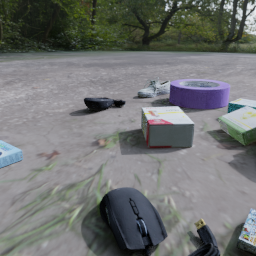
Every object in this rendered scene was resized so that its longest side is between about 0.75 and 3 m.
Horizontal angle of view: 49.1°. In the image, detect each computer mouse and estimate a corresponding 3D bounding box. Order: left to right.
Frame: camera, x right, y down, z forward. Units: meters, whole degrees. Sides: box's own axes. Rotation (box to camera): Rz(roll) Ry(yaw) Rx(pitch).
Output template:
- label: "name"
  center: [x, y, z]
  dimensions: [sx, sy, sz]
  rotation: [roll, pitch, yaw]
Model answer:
- label: "computer mouse"
  center: [-1.156, -1.058, 12.547]
  dimensions: [1.385, 0.527, 1.999]
  rotation: [14, 13, 35]
- label: "computer mouse"
  center: [0.472, 1.558, 4.816]
  dimensions: [1.718, 0.563, 2.446]
  rotation: [-6, 20, -13]

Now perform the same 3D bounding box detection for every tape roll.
- label: "tape roll"
  center: [3.454, -1.721, 13.680]
  dimensions: [2.828, 0.928, 2.828]
  rotation: [-1, 19, 0]

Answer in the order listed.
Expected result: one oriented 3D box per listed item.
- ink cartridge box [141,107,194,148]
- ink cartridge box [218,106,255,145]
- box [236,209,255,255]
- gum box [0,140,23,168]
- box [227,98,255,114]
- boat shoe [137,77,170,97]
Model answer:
- label: "ink cartridge box"
  center: [1.205, -0.084, 9.156]
  dimensions: [1.385, 0.796, 1.909]
  rotation: [-2, 19, -4]
- label: "ink cartridge box"
  center: [4.401, -0.314, 9.235]
  dimensions: [2.268, 0.544, 1.650]
  rotation: [-23, 20, -1]
- label: "box"
  center: [2.250, 1.766, 4.597]
  dimensions: [0.680, 0.198, 0.994]
  rotation: [18, 24, 29]
- label: "gum box"
  center: [-3.718, 0.787, 7.416]
  dimensions: [1.168, 0.306, 1.375]
  rotation: [15, 24, 37]
- label: "box"
  center: [5.274, -0.556, 10.757]
  dimensions: [1.063, 0.635, 2.584]
  rotation: [-18, 26, -42]
- label: "boat shoe"
  center: [1.462, -2.272, 15.152]
  dimensions: [2.318, 0.988, 0.856]
  rotation: [-14, 23, -34]
